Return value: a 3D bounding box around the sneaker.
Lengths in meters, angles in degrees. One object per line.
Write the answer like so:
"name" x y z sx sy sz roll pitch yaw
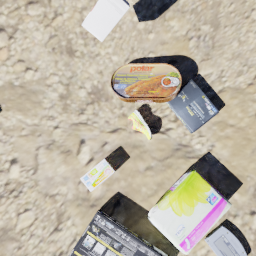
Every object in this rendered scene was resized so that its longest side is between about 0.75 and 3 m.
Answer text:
"sneaker" 0.376 -0.034 8.761 0.474 0.410 1.050 -34 76 1

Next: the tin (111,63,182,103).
"tin" 0.562 -1.401 8.764 2.188 0.458 1.225 2 77 9

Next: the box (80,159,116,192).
"box" -0.890 1.420 8.468 0.939 0.476 0.528 -40 83 -6

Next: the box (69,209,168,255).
"box" -0.355 3.928 8.018 2.570 0.631 2.072 32 81 5

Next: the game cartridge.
"game cartridge" 2.937 3.547 8.287 0.795 0.248 1.194 -36 83 -9

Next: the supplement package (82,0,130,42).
"supplement package" -0.599 -3.093 7.600 0.716 0.724 1.195 36 114 -21

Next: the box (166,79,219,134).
"box" 2.007 -0.675 8.845 1.084 0.351 1.375 -37 83 -4

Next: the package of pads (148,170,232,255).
"package of pads" 1.748 2.390 8.215 1.557 0.687 2.015 44 84 6
